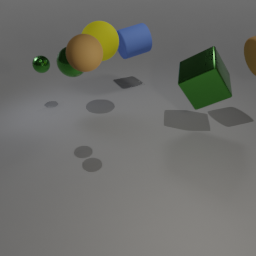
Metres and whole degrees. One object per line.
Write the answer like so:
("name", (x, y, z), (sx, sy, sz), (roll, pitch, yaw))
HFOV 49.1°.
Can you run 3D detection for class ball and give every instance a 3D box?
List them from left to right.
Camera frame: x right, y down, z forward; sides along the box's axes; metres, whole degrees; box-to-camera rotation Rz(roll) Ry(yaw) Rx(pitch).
("ball", (-3.527, -2.588, 11.390), (0.700, 0.700, 0.700), (0, 30, 0))
("ball", (-1.279, -1.520, 6.426), (0.700, 0.700, 0.700), (0, 30, 0))
("ball", (-0.824, -1.419, 5.314), (0.700, 0.700, 0.700), (0, 30, 0))
("ball", (-1.026, -3.147, 10.180), (1.400, 1.400, 1.400), (0, 30, 0))

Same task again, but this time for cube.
("cube", (2.763, -1.773, 10.087), (1.400, 1.400, 1.400), (-21, 37, 31))

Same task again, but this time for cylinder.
("cylinder", (0.258, -4.255, 13.732), (1.400, 1.400, 1.400), (-22, 35, -15))
("cylinder", (4.886, -2.578, 9.367), (1.400, 1.400, 1.400), (-22, 32, -1))
